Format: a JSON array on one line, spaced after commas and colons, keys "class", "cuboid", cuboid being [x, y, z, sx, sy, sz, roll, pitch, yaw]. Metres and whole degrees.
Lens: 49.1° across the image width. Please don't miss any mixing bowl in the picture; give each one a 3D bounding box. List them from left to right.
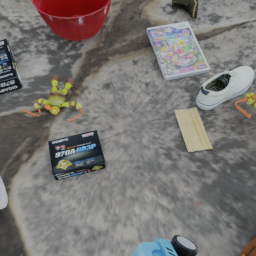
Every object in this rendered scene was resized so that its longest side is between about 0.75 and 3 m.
[{"class": "mixing bowl", "cuboid": [-1.988, -4.454, 10.740, 2.980, 1.614, 2.980, 0, 56, 1]}]

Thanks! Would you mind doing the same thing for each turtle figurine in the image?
[{"class": "turtle figurine", "cuboid": [-2.358, -1.001, 9.049, 1.910, 0.615, 1.541, 2, 57, 1]}, {"class": "turtle figurine", "cuboid": [4.855, -0.367, 8.442, 2.817, 0.907, 2.272, 37, 67, 27]}]

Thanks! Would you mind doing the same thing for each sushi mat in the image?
[{"class": "sushi mat", "cuboid": [2.005, 0.021, 8.691, 0.766, 0.097, 1.602, -9, 57, -5]}]

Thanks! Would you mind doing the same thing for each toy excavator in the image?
[{"class": "toy excavator", "cuboid": [0.211, 2.094, 3.733, 1.829, 1.779, 0.914, 21, 97, -13]}]

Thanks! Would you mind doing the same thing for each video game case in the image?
[{"class": "video game case", "cuboid": [1.813, -2.900, 10.354, 1.693, 0.213, 2.364, -12, 65, -8]}]

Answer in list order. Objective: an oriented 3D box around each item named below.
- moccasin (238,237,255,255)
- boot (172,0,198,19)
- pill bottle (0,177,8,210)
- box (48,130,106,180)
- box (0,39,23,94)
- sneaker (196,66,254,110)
[{"class": "moccasin", "cuboid": [3.275, 2.858, 6.205, 2.831, 1.093, 1.036, -34, 63, -20]}, {"class": "boot", "cuboid": [2.367, -5.106, 11.841, 1.157, 0.648, 1.673, 4, 43, 8]}, {"class": "pill bottle", "cuboid": [-4.082, 1.834, 6.934, 1.837, 1.020, 1.020, -20, 59, -12]}, {"class": "box", "cuboid": [-1.467, 0.758, 8.048, 1.471, 0.338, 1.169, -13, 57, -8]}, {"class": "box", "cuboid": [-5.207, -1.901, 9.645, 2.641, 0.608, 2.100, -20, 59, -13]}, {"class": "sneaker", "cuboid": [3.324, -1.469, 9.197, 2.490, 0.882, 0.909, -34, 63, -20]}]
